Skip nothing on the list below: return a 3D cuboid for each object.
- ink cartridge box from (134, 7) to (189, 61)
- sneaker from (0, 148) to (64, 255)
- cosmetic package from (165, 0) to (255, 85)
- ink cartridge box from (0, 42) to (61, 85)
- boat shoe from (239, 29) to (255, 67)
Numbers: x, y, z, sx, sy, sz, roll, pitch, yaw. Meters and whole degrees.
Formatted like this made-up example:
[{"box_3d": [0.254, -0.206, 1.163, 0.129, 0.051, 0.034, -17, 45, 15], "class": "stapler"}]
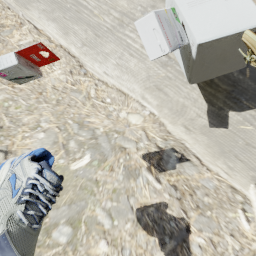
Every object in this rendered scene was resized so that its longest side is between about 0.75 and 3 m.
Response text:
[{"box_3d": [0.797, -2.157, 6.374, 1.284, 0.539, 0.930, -41, 109, -52], "class": "ink cartridge box"}, {"box_3d": [-1.349, 0.881, 3.787, 0.905, 0.818, 2.124, -31, 31, 1], "class": "sneaker"}, {"box_3d": [2.204, -2.763, 7.709, 1.812, 1.823, 2.179, -18, 65, -3], "class": "cosmetic package"}, {"box_3d": [-1.636, -1.027, 4.633, 0.877, 1.011, 0.220, -18, 87, 4], "class": "ink cartridge box"}, {"box_3d": [2.966, -1.341, 6.133, 1.772, 0.555, 0.649, 47, 25, -16], "class": "boat shoe"}]
